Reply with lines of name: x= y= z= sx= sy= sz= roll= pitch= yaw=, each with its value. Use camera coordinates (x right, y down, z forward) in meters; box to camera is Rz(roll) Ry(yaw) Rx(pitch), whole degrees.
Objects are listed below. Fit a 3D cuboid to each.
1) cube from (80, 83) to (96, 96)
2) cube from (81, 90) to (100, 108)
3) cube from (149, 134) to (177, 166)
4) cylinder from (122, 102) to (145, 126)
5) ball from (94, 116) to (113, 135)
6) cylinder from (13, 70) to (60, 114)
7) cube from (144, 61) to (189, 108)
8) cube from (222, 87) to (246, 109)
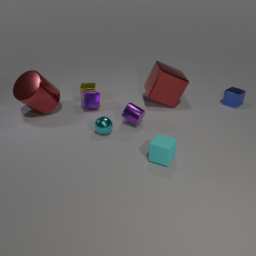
cube: x=-1.896 y=-1.712 z=13.419 sx=0.700 sy=0.700 sz=0.700 roll=-1 pitch=31 yaw=-2
cube: x=-1.680 y=-1.295 z=12.493 sx=0.700 sy=0.700 sz=0.700 roll=-2 pitch=17 yaw=-23
cube: x=1.148 y=0.726 z=9.277 sx=0.700 sy=0.700 sz=0.700 roll=15 pitch=32 yaw=25
cylinder: x=0.221 y=-0.559 z=11.202 sx=0.700 sy=0.700 sz=0.700 roll=31 pitch=39 yaw=13
ball: x=-0.935 y=-0.100 z=10.713 sx=0.700 sy=0.700 sz=0.700 roll=0 pitch=31 yaw=0
cylinder: x=-3.824 y=-1.478 z=11.811 sx=1.400 sy=1.400 sz=1.400 roll=-9 pitch=66 yaw=20
cube: x=1.712 y=-2.009 z=12.816 sx=1.400 sy=1.400 sz=1.400 roll=19 pitch=27 yaw=-16
cube: x=4.882 y=-1.409 z=12.913 sx=0.700 sy=0.700 sz=0.700 roll=-27 pitch=40 yaw=-37
